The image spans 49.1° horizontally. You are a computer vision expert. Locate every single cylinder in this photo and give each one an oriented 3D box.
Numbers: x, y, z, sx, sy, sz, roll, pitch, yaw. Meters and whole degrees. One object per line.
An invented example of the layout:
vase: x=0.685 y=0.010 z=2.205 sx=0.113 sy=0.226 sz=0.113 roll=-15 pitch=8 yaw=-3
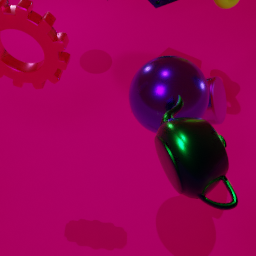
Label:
cylinder: x=1.413 y=-0.520 z=5.739 sx=0.950 sy=0.950 sz=0.950 roll=-3 pitch=50 yaw=34

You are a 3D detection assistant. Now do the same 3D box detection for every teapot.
teapot: x=0.779 y=0.258 z=3.371 sx=0.777 sy=0.987 sz=1.587 roll=-22 pitch=60 yaw=-6

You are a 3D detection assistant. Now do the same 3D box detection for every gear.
gear: x=-1.593 y=-1.210 z=4.212 sx=1.396 sy=1.396 sz=0.258 roll=4 pitch=48 yaw=2

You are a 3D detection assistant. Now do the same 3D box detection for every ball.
ball: x=0.689 y=-0.549 z=4.804 sx=1.360 sy=1.360 sz=1.360 roll=0 pitch=56 yaw=0

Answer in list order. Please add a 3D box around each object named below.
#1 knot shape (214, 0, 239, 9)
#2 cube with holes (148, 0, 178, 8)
knot shape: x=2.375 y=-4.046 z=7.042 sx=0.808 sy=1.636 sz=1.748 roll=-15 pitch=83 yaw=20
cube with holes: x=1.031 y=-4.463 z=7.928 sx=1.252 sy=1.252 sz=1.252 roll=-3 pitch=74 yaw=39
